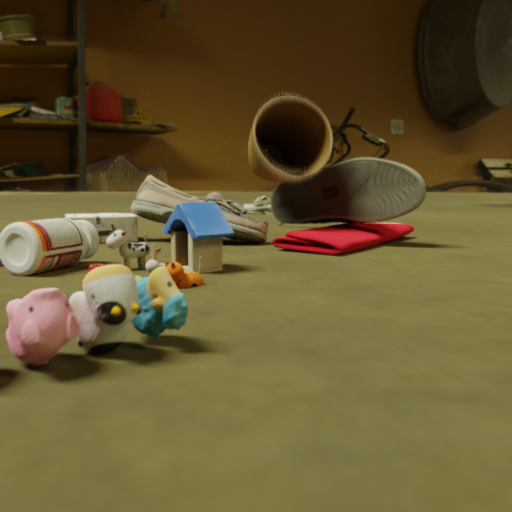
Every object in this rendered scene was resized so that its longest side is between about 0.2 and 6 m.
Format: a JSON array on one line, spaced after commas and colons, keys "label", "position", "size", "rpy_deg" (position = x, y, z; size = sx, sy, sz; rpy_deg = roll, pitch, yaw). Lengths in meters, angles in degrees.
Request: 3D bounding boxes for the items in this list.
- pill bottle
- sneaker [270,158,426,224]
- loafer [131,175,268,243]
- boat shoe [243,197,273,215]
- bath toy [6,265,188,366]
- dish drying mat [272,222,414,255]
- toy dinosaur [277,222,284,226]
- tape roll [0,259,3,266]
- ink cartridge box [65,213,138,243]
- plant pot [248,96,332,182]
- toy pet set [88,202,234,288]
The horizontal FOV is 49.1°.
[{"label": "pill bottle", "position": [-2.734, -0.154, 7.518], "size": [0.686, 0.686, 1.252], "rpy_deg": [3, 8, 22]}, {"label": "sneaker", "position": [1.981, -1.217, 10.926], "size": [3.126, 1.169, 1.660], "rpy_deg": [0, 4, 38]}, {"label": "loafer", "position": [-1.035, -0.931, 10.593], "size": [2.740, 0.861, 0.985], "rpy_deg": [13, -11, 14]}, {"label": "boat shoe", "position": [0.258, -1.698, 18.780], "size": [1.734, 0.593, 0.648], "rpy_deg": [7, 11, 40]}, {"label": "bath toy", "position": [-1.282, 0.458, 3.603], "size": [1.635, 0.711, 0.604], "rpy_deg": [-12, 36, -36]}, {"label": "dish drying mat", "position": [1.752, -0.391, 10.428], "size": [1.307, 0.310, 3.404], "rpy_deg": [9, 11, 34]}, {"label": "toy dinosaur", "position": [1.460, -1.158, 13.470], "size": [2.232, 1.186, 0.674], "rpy_deg": [-6, 38, 13]}, {"label": "tape roll", "position": [-3.955, 0.022, 7.863], "size": [0.751, 0.247, 0.751], "rpy_deg": [-1, 8, 0]}, {"label": "ink cartridge box", "position": [-2.997, -0.543, 10.825], "size": [1.268, 0.525, 0.931], "rpy_deg": [-3, 9, -21]}, {"label": "plant pot", "position": [0.418, -1.959, 10.321], "size": [1.449, 1.449, 1.555], "rpy_deg": [-3, -7, -18]}, {"label": "toy pet set", "position": [-1.086, -0.196, 7.025], "size": [1.597, 0.908, 1.711], "rpy_deg": [-7, 11, -39]}]
